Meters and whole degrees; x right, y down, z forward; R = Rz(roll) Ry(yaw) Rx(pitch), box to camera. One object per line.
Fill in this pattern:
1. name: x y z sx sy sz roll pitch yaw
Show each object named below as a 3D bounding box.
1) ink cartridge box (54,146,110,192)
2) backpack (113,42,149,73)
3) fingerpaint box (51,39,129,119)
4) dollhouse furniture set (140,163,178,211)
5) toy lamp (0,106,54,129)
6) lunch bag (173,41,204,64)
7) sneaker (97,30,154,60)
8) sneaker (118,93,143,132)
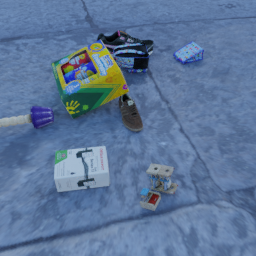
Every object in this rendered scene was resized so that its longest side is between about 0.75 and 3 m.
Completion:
1. ink cartridge box: -1.262 1.115 7.793 1.443 0.599 1.057 -6 42 -7
2. backpack: 0.115 -3.037 12.118 1.469 0.988 1.341 -3 42 -4
3. fingerpaint box: -1.502 -1.924 10.401 2.245 0.987 2.691 -26 45 -1
4. dollhouse furniture set: 0.766 1.518 7.163 0.676 0.680 0.965 5 38 32
5. toy lamp: -3.830 -0.237 9.187 2.707 0.788 0.788 -8 43 -10
6. lunch bag: 2.743 -3.397 12.939 1.187 0.558 0.893 -24 49 -11
7. sneaker: -0.120 -3.871 12.887 2.811 1.214 1.129 -10 44 -12
8. sneaker: 0.037 -0.612 9.669 0.622 0.667 1.765 -14 43 -15
